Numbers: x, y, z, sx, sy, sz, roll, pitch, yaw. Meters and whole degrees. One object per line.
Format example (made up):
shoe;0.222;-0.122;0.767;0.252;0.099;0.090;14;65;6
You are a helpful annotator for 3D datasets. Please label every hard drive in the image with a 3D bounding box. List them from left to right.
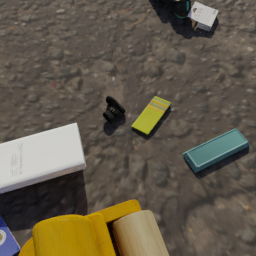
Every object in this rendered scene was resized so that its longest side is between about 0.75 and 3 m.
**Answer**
hard drive;-2.237;0.712;7.066;2.186;0.292;1.442;-16;47;-5

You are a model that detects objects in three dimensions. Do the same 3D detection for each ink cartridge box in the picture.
ink cartridge box;-4.184;2.445;5.967;2.688;0.582;2.639;-38;63;-21
ink cartridge box;2.823;-4.259;10.660;0.978;0.248;1.110;25;59;6

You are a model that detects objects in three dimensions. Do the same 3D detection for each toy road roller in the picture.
toy road roller;-0.610;2.340;5.134;2.773;2.024;1.704;-16;57;-11

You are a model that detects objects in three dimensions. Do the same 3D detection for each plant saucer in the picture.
plant saucer;2.380;0.547;7.500;1.800;0.171;0.629;-23;59;-14

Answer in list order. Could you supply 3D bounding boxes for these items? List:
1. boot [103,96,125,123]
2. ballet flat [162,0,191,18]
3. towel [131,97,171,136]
boot;-0.533;-0.552;8.163;0.601;0.302;0.804;-37;64;-22
ballet flat;1.648;-5.425;11.138;0.895;0.900;2.633;-30;60;-17
towel;0.694;-0.376;8.176;0.576;0.121;1.339;26;60;23
